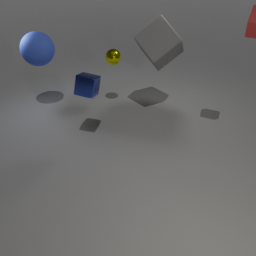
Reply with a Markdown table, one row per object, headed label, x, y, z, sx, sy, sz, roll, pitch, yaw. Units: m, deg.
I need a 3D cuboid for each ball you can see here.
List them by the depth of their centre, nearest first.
| label | x | y | z | sx | sy | sz | roll | pitch | yaw |
| --- | --- | --- | --- | --- | --- | --- | --- | --- | --- |
| ball | -3.771 | -3.296 | 11.683 | 1.400 | 1.400 | 1.400 | 0 | 31 | 0 |
| ball | -0.648 | -3.109 | 12.271 | 0.700 | 0.700 | 0.700 | 0 | 31 | 0 |

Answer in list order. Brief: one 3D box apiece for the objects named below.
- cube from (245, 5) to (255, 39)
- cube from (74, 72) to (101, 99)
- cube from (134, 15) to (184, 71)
| label | x | y | z | sx | sy | sz | roll | pitch | yaw |
| --- | --- | --- | --- | --- | --- | --- | --- | --- | --- |
| cube | 4.106 | -3.251 | 8.656 | 0.700 | 0.700 | 0.700 | 18 | 73 | 21 |
| cube | -1.417 | -1.500 | 9.805 | 0.700 | 0.700 | 0.700 | 14 | 23 | 8 |
| cube | 1.307 | -3.468 | 11.587 | 1.400 | 1.400 | 1.400 | 54 | 10 | 10 |
